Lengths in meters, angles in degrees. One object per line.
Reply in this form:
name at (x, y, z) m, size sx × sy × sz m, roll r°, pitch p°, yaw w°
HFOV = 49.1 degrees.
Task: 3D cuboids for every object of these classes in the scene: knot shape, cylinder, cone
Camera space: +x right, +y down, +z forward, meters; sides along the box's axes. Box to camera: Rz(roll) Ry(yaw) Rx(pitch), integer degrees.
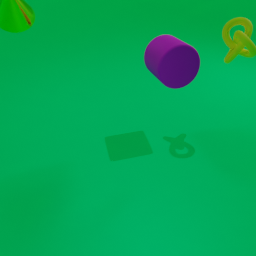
knot shape at (2.751, -2.101, 7.088) m, size 0.523 × 1.059 × 1.131 m, roll -7°, pitch 60°, yaw -13°
cylinder at (1.095, -1.711, 7.158) m, size 1.110 × 1.110 × 1.110 m, roll -9°, pitch 32°, yaw -13°
cone at (-2.389, -2.578, 5.724) m, size 0.865 × 0.869 × 0.865 m, roll 4°, pitch 72°, yaw -11°
